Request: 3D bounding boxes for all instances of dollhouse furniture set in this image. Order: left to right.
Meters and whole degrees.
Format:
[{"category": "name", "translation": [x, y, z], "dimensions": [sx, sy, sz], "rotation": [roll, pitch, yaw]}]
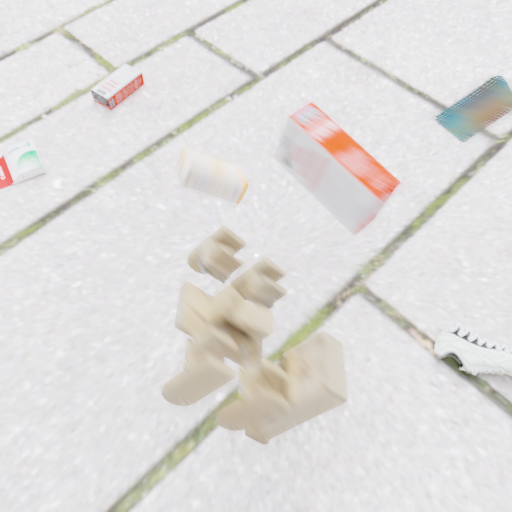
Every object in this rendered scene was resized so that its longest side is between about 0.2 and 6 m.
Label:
[{"category": "dollhouse furniture set", "translation": [-0.182, 1.220, 6.885], "dimensions": [2.230, 1.451, 2.049], "rotation": [36, 35, -27]}]

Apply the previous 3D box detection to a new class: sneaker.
[{"category": "sneaker", "translation": [4.026, 1.830, 9.873], "dimensions": [1.802, 0.677, 0.730], "rotation": [24, 70, 21]}]

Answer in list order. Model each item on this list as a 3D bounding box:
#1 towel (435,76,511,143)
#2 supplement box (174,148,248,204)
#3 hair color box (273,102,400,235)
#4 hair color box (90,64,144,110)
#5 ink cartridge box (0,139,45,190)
[{"category": "towel", "translation": [3.477, -2.241, 8.728], "dimensions": [1.067, 1.455, 0.158], "rotation": [-34, 69, 28]}, {"category": "supplement box", "translation": [-0.662, -1.170, 8.228], "dimensions": [0.961, 0.353, 0.606], "rotation": [17, 27, -27]}, {"category": "hair color box", "translation": [1.099, -1.235, 7.980], "dimensions": [0.550, 0.954, 1.720], "rotation": [-38, 76, -27]}, {"category": "hair color box", "translation": [-3.421, -4.192, 13.855], "dimensions": [0.619, 0.373, 1.219], "rotation": [33, 62, 19]}, {"category": "ink cartridge box", "translation": [-5.447, -2.043, 12.533], "dimensions": [1.195, 0.299, 0.962], "rotation": [-23, 60, -16]}]
